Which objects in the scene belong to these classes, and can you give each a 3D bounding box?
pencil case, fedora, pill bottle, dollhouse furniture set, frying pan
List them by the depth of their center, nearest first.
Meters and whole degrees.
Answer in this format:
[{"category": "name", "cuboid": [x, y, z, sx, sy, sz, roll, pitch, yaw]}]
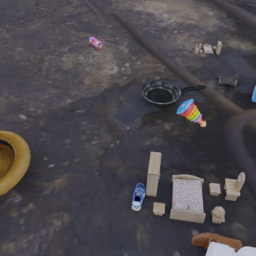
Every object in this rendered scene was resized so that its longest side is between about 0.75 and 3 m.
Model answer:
[{"category": "pill bottle", "cuboid": [2.920, 3.322, 5.572, 2.707, 1.535, 1.535, 12, 45, 12]}, {"category": "dollhouse furniture set", "cuboid": [1.779, 1.659, 7.586, 2.549, 1.128, 1.321, 7, 44, 6]}, {"category": "fedora", "cuboid": [-3.935, 1.177, 8.157, 2.434, 0.993, 2.434, 0, 46, 0]}, {"category": "frying pan", "cuboid": [1.732, -1.570, 11.446, 2.558, 0.416, 1.547, -21, 49, -23]}, {"category": "dollhouse furniture set", "cuboid": [3.963, -4.074, 13.938, 1.201, 0.531, 0.622, 3, 44, 4]}, {"category": "pencil case", "cuboid": [-1.626, -4.364, 14.354, 0.390, 0.390, 0.883, -31, 52, -28]}]

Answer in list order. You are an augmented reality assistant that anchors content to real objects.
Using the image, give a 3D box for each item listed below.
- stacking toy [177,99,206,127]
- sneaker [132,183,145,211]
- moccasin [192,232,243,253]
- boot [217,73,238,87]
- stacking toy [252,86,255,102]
[{"category": "stacking toy", "cuboid": [1.790, -0.328, 7.550, 0.856, 0.470, 0.497, 42, 81, -9]}, {"category": "sneaker", "cuboid": [0.315, 1.886, 7.909, 0.317, 0.353, 0.857, 5, 43, 8]}, {"category": "moccasin", "cuboid": [2.175, 2.897, 6.840, 1.225, 0.448, 0.473, 15, 37, 2]}, {"category": "boot", "cuboid": [4.275, -2.138, 12.082, 0.833, 0.331, 0.957, 13, 48, 12]}, {"category": "stacking toy", "cuboid": [5.542, -1.691, 11.396, 0.917, 0.867, 1.580, 10, 34, 13]}]
